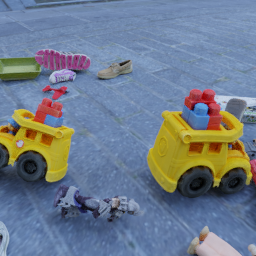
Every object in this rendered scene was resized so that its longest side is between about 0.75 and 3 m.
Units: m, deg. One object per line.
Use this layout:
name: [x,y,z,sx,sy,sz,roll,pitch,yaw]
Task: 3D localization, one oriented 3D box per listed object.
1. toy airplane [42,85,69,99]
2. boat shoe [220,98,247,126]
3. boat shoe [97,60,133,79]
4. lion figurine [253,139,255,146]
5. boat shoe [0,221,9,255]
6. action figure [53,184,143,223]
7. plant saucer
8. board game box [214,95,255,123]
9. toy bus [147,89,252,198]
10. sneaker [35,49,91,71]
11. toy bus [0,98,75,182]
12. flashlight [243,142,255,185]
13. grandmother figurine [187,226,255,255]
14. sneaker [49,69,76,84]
toy airplane: [-3.424,-1.783,13.251,1.383,0.254,1.383,0,32,0]
boat shoe: [3.657,-0.083,10.127,0.862,0.849,2.315,24,59,34]
boat shoe: [-0.710,-3.172,14.926,2.138,0.690,0.762,-23,40,-30]
lion figurine: [4.748,0.713,9.380,0.976,0.577,1.593,-3,47,-18]
boat shoe: [-3.060,2.655,6.454,0.513,0.446,1.392,-10,35,-15]
action figure: [-0.674,1.918,6.822,2.150,1.399,0.746,2,61,17]
plant saucer: [-5.807,-3.131,14.917,2.270,0.544,2.273,-6,34,-16]
board game box: [4.781,-0.775,11.590,2.416,0.418,1.525,5,34,8]
toy bus: [2.189,0.291,7.755,2.806,2.694,1.904,1,26,-18]
sneaker: [-3.499,-3.685,15.241,2.913,1.074,1.274,2,15,-9]
toy bus: [-2.743,0.185,8.009,2.350,2.256,1.595,17,7,4]
flashlight: [3.713,1.437,7.857,0.947,0.943,2.786,-2,35,-1]
grandmother figurine: [2.379,2.991,5.869,1.289,0.644,2.125,-41,52,-20]
sneaker: [-3.257,-2.593,14.230,0.848,0.539,1.487,20,39,22]
